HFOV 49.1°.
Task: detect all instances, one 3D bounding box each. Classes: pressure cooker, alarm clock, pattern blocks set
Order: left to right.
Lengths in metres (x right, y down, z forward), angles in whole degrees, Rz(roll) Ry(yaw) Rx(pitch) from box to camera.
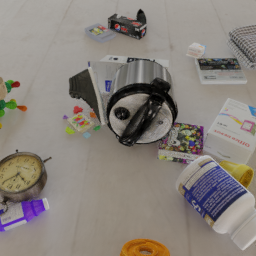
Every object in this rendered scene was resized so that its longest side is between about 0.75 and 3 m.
[{"bbox_3d":[-3.054,1.523,7.682,1.401,0.692,2.078,12,43,10],"label":"alarm clock"},{"bbox_3d":[-1.643,-0.210,9.732,1.414,0.115,1.243,27,53,22],"label":"pattern blocks set"},{"bbox_3d":[0.393,-0.680,8.687,2.197,2.164,2.460,-10,38,12],"label":"pressure cooker"}]

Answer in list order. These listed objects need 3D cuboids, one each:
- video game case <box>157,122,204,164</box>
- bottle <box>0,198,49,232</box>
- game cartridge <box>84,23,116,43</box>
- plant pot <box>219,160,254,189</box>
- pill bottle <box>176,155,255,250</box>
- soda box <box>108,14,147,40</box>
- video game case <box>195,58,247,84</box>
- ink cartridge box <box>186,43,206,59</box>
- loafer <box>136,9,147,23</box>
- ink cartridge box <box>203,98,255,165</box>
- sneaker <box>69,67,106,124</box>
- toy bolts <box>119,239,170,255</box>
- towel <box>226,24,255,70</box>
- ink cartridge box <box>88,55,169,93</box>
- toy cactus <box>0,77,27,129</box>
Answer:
[{"bbox_3d":[1.715,0.450,9.009,1.375,0.272,1.516,9,48,8],"label":"video game case"},{"bbox_3d":[-2.734,2.196,7.272,1.312,0.428,0.548,-19,46,-17],"label":"bottle"},{"bbox_3d":[-1.438,-4.699,13.819,0.982,0.302,1.476,-36,56,-24],"label":"game cartridge"},{"bbox_3d":[2.943,1.318,7.883,0.839,0.839,0.790,-30,39,-25],"label":"plant pot"},{"bbox_3d":[2.357,1.838,7.019,1.286,1.286,2.149,-27,52,-23],"label":"pill bottle"},{"bbox_3d":[-0.048,-5.046,13.897,1.931,0.612,0.683,27,52,22],"label":"soda box"},{"bbox_3d":[3.838,-2.409,11.724,1.820,0.213,1.655,0,47,1],"label":"video game case"},{"bbox_3d":[3.021,-3.442,12.424,0.599,0.353,1.041,22,37,20],"label":"ink cartridge box"},{"bbox_3d":[0.679,-5.627,14.475,0.535,0.553,1.576,-3,47,-3],"label":"loafer"},{"bbox_3d":[3.455,0.106,8.945,1.409,0.825,1.950,25,53,21],"label":"ink cartridge box"},{"bbox_3d":[-1.316,-0.915,8.922,0.937,0.668,1.889,-18,85,1],"label":"sneaker"},{"bbox_3d":[0.651,3.748,5.450,2.750,1.908,2.627,6,6,18],"label":"toy bolts"},{"bbox_3d":[5.950,-3.658,12.274,2.553,1.092,2.114,-12,49,-11],"label":"towel"},{"bbox_3d":[0.020,-1.913,10.411,2.898,1.441,0.568,6,46,4],"label":"ink cartridge box"},{"bbox_3d":[-4.161,-0.851,9.190,1.228,1.982,2.402,25,54,-5],"label":"toy cactus"}]
